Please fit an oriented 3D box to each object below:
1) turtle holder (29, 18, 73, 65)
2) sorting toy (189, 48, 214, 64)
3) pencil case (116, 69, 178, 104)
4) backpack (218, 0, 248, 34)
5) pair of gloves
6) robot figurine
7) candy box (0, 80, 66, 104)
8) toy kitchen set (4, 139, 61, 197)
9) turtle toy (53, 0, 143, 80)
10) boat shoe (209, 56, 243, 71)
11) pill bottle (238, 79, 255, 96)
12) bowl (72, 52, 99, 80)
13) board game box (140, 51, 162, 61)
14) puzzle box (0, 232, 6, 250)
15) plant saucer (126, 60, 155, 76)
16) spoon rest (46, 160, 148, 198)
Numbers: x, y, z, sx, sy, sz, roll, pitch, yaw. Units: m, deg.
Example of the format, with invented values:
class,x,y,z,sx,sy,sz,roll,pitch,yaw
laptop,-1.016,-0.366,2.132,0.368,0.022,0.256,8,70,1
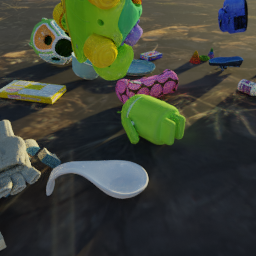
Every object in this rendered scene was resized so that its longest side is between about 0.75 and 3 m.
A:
class,x,y,z,sx,sy,sz,roll,pitch,yaw
turtle holder,-2.814,-3.361,11.740,1.799,2.368,1.682,-45,45,-7
sorting toy,3.351,-3.297,12.518,1.493,0.514,0.518,-23,39,-31
pencil case,0.667,-1.361,9.026,2.030,0.951,0.921,-19,56,-26
backpack,3.411,-3.713,9.087,0.924,1.101,0.895,-5,32,13
pair of gloves,-3.184,1.004,5.239,2.735,0.479,2.326,-32,38,-21
robot figurine,0.575,-0.243,7.186,1.796,1.039,1.576,28,42,37
candy box,-3.239,-1.244,9.483,2.019,0.267,1.032,8,36,14
toy kitchen set,-2.098,0.948,5.963,1.127,0.903,0.664,-47,44,-3
turtle toy,-0.486,-2.179,5.576,1.460,2.888,2.104,-21,52,-25
boat shoe,4.008,-2.597,11.469,1.404,0.482,0.591,0,40,1
pill bottle,4.158,-1.345,9.500,0.426,0.426,0.759,-20,37,-28
bowl,-1.554,-2.289,10.540,1.326,0.693,1.326,19,26,-9
board game box,1.073,-3.314,12.840,0.842,0.189,0.566,-21,38,-30
puzzle box,-3.115,1.908,4.512,1.896,0.241,1.261,-22,38,-31
plant saucer,0.338,-2.447,11.452,1.549,0.212,1.549,0,32,0
spoon rest,-0.616,0.999,5.614,2.046,0.620,1.016,-2,32,-1
